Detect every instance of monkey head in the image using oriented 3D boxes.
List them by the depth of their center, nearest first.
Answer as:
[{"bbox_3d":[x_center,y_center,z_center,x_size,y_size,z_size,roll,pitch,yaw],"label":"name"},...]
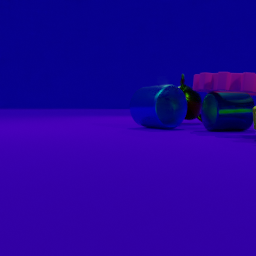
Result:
[{"bbox_3d":[1.848,-0.940,9.351,1.200,1.992,1.433,-19,34,24],"label":"monkey head"}]

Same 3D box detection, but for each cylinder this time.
[{"bbox_3d":[2.204,-0.363,6.241,0.861,0.861,0.861,-1,4,-9],"label":"cylinder"},{"bbox_3d":[0.760,-0.533,7.137,1.065,1.065,1.065,-3,5,-33],"label":"cylinder"}]

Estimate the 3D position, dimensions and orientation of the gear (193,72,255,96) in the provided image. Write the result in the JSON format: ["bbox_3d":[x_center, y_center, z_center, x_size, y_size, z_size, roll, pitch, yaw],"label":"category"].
[{"bbox_3d":[2.418,-0.940,6.186,1.875,0.347,1.875,4,6,0],"label":"gear"}]

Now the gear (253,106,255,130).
[{"bbox_3d":[2.954,-0.175,4.149,1.981,0.366,1.981,-8,12,2],"label":"gear"}]
